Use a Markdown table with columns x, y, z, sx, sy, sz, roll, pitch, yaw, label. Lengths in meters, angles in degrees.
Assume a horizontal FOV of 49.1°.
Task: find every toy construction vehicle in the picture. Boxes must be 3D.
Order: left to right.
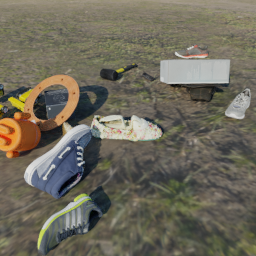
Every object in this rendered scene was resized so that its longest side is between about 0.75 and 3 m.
| x | y | z | sx | sy | sz | roll | pitch | yaw | label |
| --- | --- | --- | --- | --- | --- | --- | --- | --- | --- |
| -5.287 | -0.991 | 11.600 | 2.291 | 0.927 | 2.632 | 23 | 40 | 15 | toy construction vehicle |

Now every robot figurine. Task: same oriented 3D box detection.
| x | y | z | sx | sy | sz | roll | pitch | yaw | label |
| --- | --- | --- | --- | --- | --- | --- | --- | --- | --- |
| -3.488 | 0.235 | 8.854 | 1.034 | 1.276 | 1.774 | -21 | -8 | 15 | robot figurine |

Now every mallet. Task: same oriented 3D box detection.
| x | y | z | sx | sy | sz | roll | pitch | yaw | label |
| --- | --- | --- | --- | --- | --- | --- | --- | --- | --- |
| -0.490 | -3.189 | 15.361 | 0.900 | 0.563 | 2.734 | 12 | 29 | 26 | mallet |

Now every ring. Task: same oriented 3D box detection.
| x | y | z | sx | sy | sz | roll | pitch | yaw | label |
| --- | --- | --- | --- | --- | --- | --- | --- | --- | --- |
| -2.952 | -0.980 | 10.855 | 2.497 | 0.240 | 2.497 | -9 | 62 | 18 | ring |

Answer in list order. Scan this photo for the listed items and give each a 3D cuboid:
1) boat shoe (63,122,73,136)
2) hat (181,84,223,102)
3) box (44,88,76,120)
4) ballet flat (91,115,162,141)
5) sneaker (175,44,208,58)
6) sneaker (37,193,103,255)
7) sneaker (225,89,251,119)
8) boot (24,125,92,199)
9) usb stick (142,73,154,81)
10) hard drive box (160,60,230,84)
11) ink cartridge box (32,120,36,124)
| x | y | z | sx | sy | sz | roll | pitch | yaw | label |
| --- | --- | --- | --- | --- | --- | --- | --- | --- | --- |
| -2.073 | 0.163 | 10.055 | 0.421 | 0.449 | 1.217 | -5 | 35 | -23 | boat shoe |
| 3.203 | -1.527 | 12.190 | 1.950 | 0.787 | 1.950 | -1 | 10 | 0 | hat |
| -2.788 | -0.947 | 11.430 | 1.076 | 0.776 | 1.449 | -9 | 33 | -15 | box |
| -0.069 | -0.036 | 9.949 | 2.612 | 0.835 | 0.988 | 0 | 33 | 0 | ballet flat |
| 4.022 | -4.927 | 17.677 | 2.074 | 0.849 | 0.799 | -1 | 32 | -2 | sneaker |
| -1.314 | 2.252 | 6.513 | 0.735 | 0.671 | 1.815 | 23 | 40 | 27 | sneaker |
| 4.545 | -1.022 | 11.513 | 0.745 | 0.818 | 1.995 | 17 | 36 | 25 | sneaker |
| -1.657 | 0.966 | 8.412 | 1.216 | 0.979 | 2.691 | 24 | 47 | 23 | boot |
| 1.060 | -2.696 | 14.762 | 0.262 | 0.154 | 0.945 | -35 | 41 | -9 | usb stick |
| 3.082 | -2.731 | 13.404 | 2.790 | 1.071 | 2.174 | -1 | 13 | -2 | hard drive box |
| -3.740 | 0.170 | 9.935 | 1.077 | 0.362 | 0.625 | -21 | 41 | -18 | ink cartridge box |
